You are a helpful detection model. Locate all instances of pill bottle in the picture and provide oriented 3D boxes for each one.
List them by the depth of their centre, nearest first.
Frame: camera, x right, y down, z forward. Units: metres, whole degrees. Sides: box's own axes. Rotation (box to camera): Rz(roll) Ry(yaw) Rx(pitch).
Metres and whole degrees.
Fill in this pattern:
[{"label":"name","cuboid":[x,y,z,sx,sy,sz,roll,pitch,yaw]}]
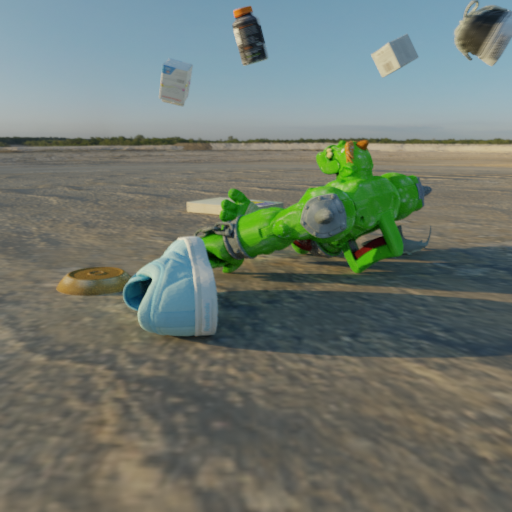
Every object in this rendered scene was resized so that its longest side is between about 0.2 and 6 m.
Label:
[{"label":"pill bottle","cuboid":[-0.129,-4.048,10.293,0.517,0.973,0.517,-14,20,5]}]

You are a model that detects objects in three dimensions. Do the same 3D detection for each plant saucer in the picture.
[{"label":"plant saucer","cuboid":[-2.671,0.389,9.366,1.289,0.228,1.289,0,12,0]}]

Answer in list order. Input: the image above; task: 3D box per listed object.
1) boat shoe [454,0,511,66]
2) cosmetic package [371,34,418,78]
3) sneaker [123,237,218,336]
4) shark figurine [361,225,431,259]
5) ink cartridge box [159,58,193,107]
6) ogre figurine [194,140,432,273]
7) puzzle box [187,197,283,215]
[{"label":"boat shoe","cuboid":[3.737,-3.682,9.269,0.857,0.926,2.509,31,36,9]},{"label":"cosmetic package","cuboid":[2.839,-4.095,11.475,0.657,0.547,0.550,-34,9,-30]},{"label":"sneaker","cuboid":[-1.264,0.314,7.806,1.145,1.033,2.795,1,11,-13]},{"label":"shark figurine","cuboid":[3.149,-0.352,11.891,1.603,0.669,0.958,-4,14,-11]},{"label":"ink cartridge box","cuboid":[-2.012,-4.292,13.974,0.635,0.987,0.618,15,35,-1]},{"label":"ogre figurine","cuboid":[1.363,-0.761,10.560,4.639,2.276,2.781,9,-15,-42]},{"label":"puzzle box","cuboid":[-0.690,-1.598,18.376,2.709,0.344,1.802,9,14,34]}]
